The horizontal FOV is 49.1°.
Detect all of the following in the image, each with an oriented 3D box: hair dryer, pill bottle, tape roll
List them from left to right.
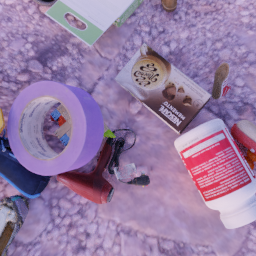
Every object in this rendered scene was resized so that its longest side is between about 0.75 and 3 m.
[{"bbox_3d":[-1.907,-0.002,7.407,2.375,1.009,2.375,0,90,20],"label":"tape roll"},{"bbox_3d":[-0.770,1.198,8.038,2.536,0.689,1.932,-17,58,-8],"label":"hair dryer"},{"bbox_3d":[2.458,1.193,7.479,1.472,1.472,2.622,-25,77,-6],"label":"pill bottle"}]

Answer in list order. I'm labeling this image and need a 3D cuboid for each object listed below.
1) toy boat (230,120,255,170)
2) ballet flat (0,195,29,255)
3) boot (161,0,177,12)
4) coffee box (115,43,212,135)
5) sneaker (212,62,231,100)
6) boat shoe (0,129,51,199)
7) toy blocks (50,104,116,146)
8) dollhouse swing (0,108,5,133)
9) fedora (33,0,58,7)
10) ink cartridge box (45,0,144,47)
[{"bbox_3d":[3.569,0.776,7.873,1.971,1.286,1.288,40,109,10],"label":"toy boat"},{"bbox_3d":[-3.617,3.098,7.233,1.046,1.046,2.909,23,77,6],"label":"ballet flat"},{"bbox_3d":[1.237,-4.956,9.453,0.713,0.731,1.937,-18,75,-3],"label":"boot"},{"bbox_3d":[1.013,-1.099,8.186,2.442,0.975,1.380,42,94,10],"label":"coffee box"},{"bbox_3d":[2.843,-1.424,8.325,0.396,1.111,0.625,29,33,33],"label":"sneaker"},{"bbox_3d":[-3.432,0.755,7.902,2.901,1.221,0.996,42,73,-7],"label":"boat shoe"},{"bbox_3d":[-1.498,-0.035,8.164,1.363,0.996,1.994,-42,79,2],"label":"toy blocks"},{"bbox_3d":[-5.043,0.086,7.765,2.527,2.612,2.874,32,76,-19],"label":"dollhouse swing"},{"bbox_3d":[-2.761,-4.684,9.303,1.346,0.608,1.190,31,100,-14],"label":"fedora"},{"bbox_3d":[-1.043,-4.025,9.246,1.997,0.658,2.745,37,80,9],"label":"ink cartridge box"}]
